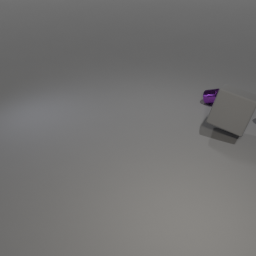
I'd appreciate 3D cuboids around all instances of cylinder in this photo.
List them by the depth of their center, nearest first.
[{"bbox_3d":[4.158,-1.552,13.735,0.700,0.700,0.700,0,21,45],"label":"cylinder"}]

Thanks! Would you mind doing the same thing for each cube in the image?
[{"bbox_3d":[4.031,-0.728,10.753,1.400,1.400,1.400,25,25,19],"label":"cube"}]
